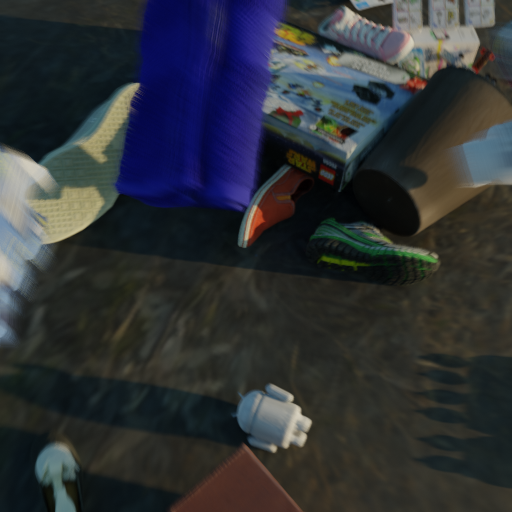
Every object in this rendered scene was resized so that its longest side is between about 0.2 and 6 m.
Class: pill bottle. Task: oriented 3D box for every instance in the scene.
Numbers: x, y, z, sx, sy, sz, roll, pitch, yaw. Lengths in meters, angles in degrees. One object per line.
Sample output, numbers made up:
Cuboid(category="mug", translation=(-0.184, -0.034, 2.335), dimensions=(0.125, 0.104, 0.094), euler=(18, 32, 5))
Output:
Cuboid(category="pill bottle", translation=(1.651, -0.664, 3.495), dimensions=(0.638, 0.382, 0.382), euler=(-17, 52, 21))

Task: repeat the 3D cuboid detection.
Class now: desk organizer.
Cuboid(category="desk organizer", translation=(-0.860, 3.444, 5.480), dimensions=(3.112, 1.116, 1.198), euler=(-35, 60, -22))

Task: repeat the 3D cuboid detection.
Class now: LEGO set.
Cuboid(category="LEGO set", translation=(3.437, -3.648, 10.265), dimensions=(1.783, 0.586, 2.386), euler=(-2, 85, 6))

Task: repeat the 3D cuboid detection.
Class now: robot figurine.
Cuboid(category="robot figurine", translation=(0.172, 1.980, 6.826), dimensions=(0.933, 0.527, 0.791), euler=(18, 91, 12))

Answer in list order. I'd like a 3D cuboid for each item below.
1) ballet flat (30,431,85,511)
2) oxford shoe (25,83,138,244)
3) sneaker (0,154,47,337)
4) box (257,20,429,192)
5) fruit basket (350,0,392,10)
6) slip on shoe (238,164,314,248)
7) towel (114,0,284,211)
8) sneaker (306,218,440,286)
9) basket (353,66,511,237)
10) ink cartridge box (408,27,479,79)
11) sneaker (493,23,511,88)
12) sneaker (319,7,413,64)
Cuboid(category="ballet flat", translation=(-2.200, 2.629, 6.372), dimensions=(0.531, 0.534, 1.561), euler=(-13, 55, -27))
Cuboid(category="oxford shoe", translation=(-2.678, -1.475, 9.049), dimensions=(0.936, 1.219, 3.242), euler=(-2, 49, 54))
Cuboid(category="sneaker", translation=(-2.124, -0.057, 4.733), dimensions=(0.681, 1.656, 0.612), euler=(-1, 16, -27))
Cuboid(category="box", translation=(0.512, -2.948, 9.758), dimensions=(4.129, 0.824, 2.827), euler=(32, 53, 22))
Cuboid(category="fruit basket", translation=(2.510, -6.098, 12.329), dimensions=(1.398, 0.708, 1.510), euler=(-18, 60, -12))
Cuboid(category="slip on shoe", translation=(0.308, -0.783, 8.698), dimensions=(0.564, 0.682, 1.842), euler=(30, 56, 15))
Cuboid(category="towel", translation=(-0.829, -2.610, 6.646), dimensions=(1.016, 3.029, 4.102), euler=(8, 91, -33))
Cuboid(category="sneaker", translation=(1.732, -0.144, 8.177), dimensions=(1.890, 0.737, 0.805), euler=(16, 56, 11))
Cuboid(category="basket", translation=(2.729, -1.460, 8.632), dimensions=(2.279, 1.550, 2.055), euler=(-42, 93, -18))
Cuboid(category="ink cartridge box", translation=(3.427, -3.803, 10.608), dimensions=(1.227, 0.888, 0.515), euler=(-1, 55, -1))
Cuboid(category="sneaker", translation=(3.922, -1.839, 6.721), dimensions=(1.082, 2.780, 1.142), euler=(-43, 21, 12))
Cuboid(category="sneaker", translation=(1.891, -4.008, 10.237), dimensions=(1.908, 0.997, 0.718), euler=(24, 75, 50))
